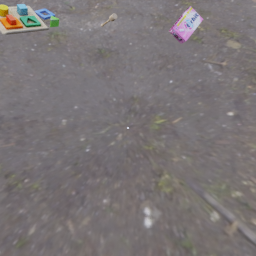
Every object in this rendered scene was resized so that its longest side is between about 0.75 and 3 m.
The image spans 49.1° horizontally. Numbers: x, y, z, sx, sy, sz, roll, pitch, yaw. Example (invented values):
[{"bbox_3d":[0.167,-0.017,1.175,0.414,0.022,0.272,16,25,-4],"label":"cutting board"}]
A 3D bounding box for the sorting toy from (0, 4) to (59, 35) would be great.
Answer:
[{"bbox_3d":[-2.682,-2.687,6.739,2.179,0.297,1.227,-23,58,-36],"label":"sorting toy"}]

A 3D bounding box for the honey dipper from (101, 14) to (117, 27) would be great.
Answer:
[{"bbox_3d":[-0.536,-2.890,7.586,0.156,0.156,0.823,-32,16,-24],"label":"honey dipper"}]

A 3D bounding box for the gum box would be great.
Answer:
[{"bbox_3d":[1.890,-3.359,9.224,0.608,0.354,1.072,40,80,-13],"label":"gum box"}]
